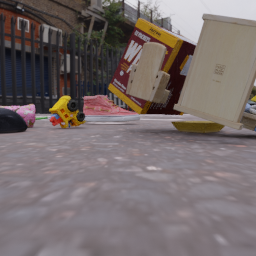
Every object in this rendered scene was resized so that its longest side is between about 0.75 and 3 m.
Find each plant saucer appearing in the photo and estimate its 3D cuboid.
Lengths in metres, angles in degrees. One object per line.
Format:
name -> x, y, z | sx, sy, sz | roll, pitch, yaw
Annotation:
plant saucer -> 1.880, -0.041, 7.383 | 1.095, 0.265, 1.095 | -2, 4, -43

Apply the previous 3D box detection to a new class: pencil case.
pencil case -> -3.911, -0.384, 8.867 | 1.865, 0.772, 0.807 | -2, 5, -24

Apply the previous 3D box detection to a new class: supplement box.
supplement box -> 0.897, -1.458, 7.252 | 1.958, 1.931, 1.300 | -2, 36, -48

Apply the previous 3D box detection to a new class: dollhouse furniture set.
dollhouse furniture set -> 1.745, -1.066, 5.758 | 2.400, 1.659, 2.543 | 21, 10, 27

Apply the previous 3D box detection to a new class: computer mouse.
computer mouse -> -3.456, -0.182, 6.648 | 1.651, 0.629, 2.384 | 1, 4, 31

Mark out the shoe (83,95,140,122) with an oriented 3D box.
shoe -> -0.675, -0.793, 11.398 | 2.344, 1.066, 0.837 | 0, -1, 0

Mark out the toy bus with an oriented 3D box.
toy bus -> -1.933, -0.328, 8.633 | 0.692, 1.019, 0.979 | 0, 41, 49

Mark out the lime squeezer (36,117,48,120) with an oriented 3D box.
lime squeezer -> -4.393, -0.401, 11.546 | 2.013, 0.380, 0.711 | 7, 9, -8
